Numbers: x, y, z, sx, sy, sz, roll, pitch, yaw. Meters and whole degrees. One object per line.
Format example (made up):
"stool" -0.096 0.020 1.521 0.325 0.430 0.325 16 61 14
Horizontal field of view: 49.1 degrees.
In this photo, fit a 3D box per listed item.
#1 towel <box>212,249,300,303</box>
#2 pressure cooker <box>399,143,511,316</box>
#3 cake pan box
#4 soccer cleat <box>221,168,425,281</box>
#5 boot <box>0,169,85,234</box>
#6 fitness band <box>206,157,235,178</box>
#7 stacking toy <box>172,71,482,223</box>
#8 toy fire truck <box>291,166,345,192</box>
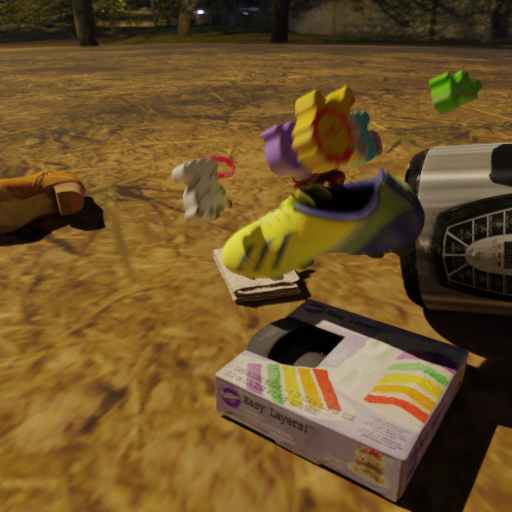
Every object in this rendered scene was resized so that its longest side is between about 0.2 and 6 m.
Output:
"towel" -0.024 0.204 8.725 1.080 0.281 1.630 -7 26 -15
"pressure cooker" 3.324 -0.374 7.200 2.600 2.287 2.323 3 66 27
"cake pan box" 0.923 1.336 6.056 2.176 0.569 2.004 17 28 32
"soccer cleat" 0.565 -0.400 6.618 2.795 1.169 0.904 -11 47 39
"boot" -4.737 -1.143 11.022 2.654 0.934 1.900 -8 20 -23
"fitness band" -0.585 -1.398 8.830 0.547 0.102 0.393 -7 57 -32
"stacking toy" 0.884 -1.287 6.684 3.241 0.762 2.444 -22 5 -40
"toy fire truck" 1.242 -1.698 11.334 0.677 1.014 1.208 34 71 33
